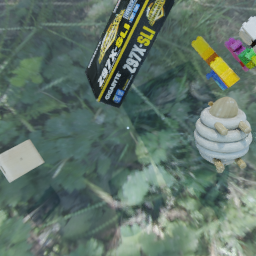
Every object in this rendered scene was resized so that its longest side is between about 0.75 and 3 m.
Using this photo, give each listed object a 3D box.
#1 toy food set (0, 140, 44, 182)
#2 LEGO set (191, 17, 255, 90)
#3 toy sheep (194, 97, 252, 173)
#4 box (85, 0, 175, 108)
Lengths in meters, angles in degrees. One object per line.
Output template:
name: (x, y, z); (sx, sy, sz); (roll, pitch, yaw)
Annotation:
toy food set: (-2.104, 0.634, 5.480); (0.769, 0.232, 0.552); (-33, 91, -33)
LEGO set: (1.644, -1.253, 4.747); (0.889, 2.330, 0.956); (-40, 85, 15)
toy sheep: (0.968, 0.101, 2.870); (0.617, 0.895, 0.617); (0, 28, 0)
box: (-0.078, -1.215, 3.980); (0.383, 1.239, 1.552); (19, 112, -27)
